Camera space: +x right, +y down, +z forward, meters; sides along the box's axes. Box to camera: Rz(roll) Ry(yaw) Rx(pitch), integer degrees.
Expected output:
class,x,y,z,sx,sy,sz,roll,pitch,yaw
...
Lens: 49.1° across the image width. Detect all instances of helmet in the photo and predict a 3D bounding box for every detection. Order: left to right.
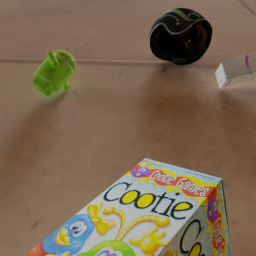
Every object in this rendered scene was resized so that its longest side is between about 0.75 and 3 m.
class,x,y,z,sx,sy,sz,roll,pitch,yaw
helmet,1.747,-3.244,9.851,1.956,1.956,1.865,-25,40,-28

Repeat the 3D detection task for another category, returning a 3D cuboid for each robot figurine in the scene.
class,x,y,z,sx,sy,sz,roll,pitch,yaw
robot figurine,-2.123,-1.659,8.232,0.858,1.301,1.482,28,70,19

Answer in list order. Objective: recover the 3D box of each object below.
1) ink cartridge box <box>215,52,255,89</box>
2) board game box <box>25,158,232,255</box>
class,x,y,z,sx,sy,sz,roll,pitch,yaw
ink cartridge box,3.380,-1.718,8.251,1.381,0.998,0.585,-17,81,5
board game box,0.007,1.741,3.506,1.406,1.381,2.682,10,33,44
